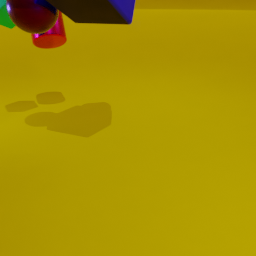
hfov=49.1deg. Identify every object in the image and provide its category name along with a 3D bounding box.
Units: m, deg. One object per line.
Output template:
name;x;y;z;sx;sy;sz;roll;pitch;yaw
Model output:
cylinder;-2.369;-2.978;8.218;0.985;0.985;0.985;-11;-4;-1
cube;-0.677;-2.943;5.389;1.389;1.389;1.389;9;1;20
ball;-2.005;-2.547;5.928;1.059;1.059;1.059;0;25;0
cube;-3.025;-3.036;6.903;0.728;0.728;0.728;-26;-11;23
